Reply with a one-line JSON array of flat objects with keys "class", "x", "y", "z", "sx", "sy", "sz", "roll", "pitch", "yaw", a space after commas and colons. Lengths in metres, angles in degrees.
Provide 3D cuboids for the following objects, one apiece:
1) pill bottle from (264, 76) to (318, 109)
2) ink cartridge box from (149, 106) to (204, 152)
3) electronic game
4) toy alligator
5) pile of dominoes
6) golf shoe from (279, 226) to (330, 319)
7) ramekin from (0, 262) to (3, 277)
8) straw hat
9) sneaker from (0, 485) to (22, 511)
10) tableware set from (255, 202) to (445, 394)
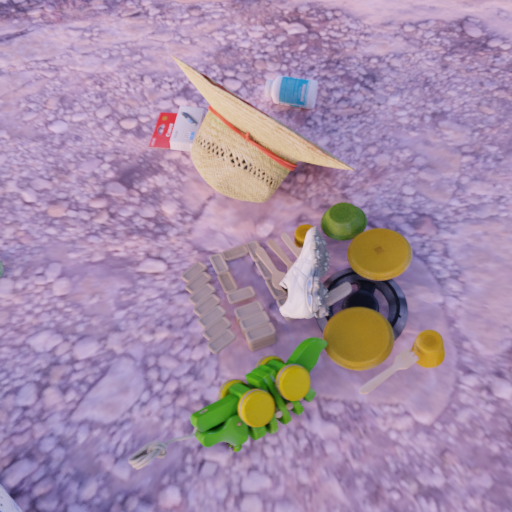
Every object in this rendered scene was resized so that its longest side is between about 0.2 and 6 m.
[{"class": "pill bottle", "x": 0.871, "y": -4.113, "z": 14.018, "sx": 1.260, "sy": 0.698, "sz": 0.698, "roll": 11, "pitch": 56, "yaw": 8}, {"class": "ink cartridge box", "x": -1.923, "y": -3.109, "z": 13.567, "sx": 1.143, "sy": 0.290, "sz": 1.297, "roll": 6, "pitch": 55, "yaw": 3}, {"class": "electronic game", "x": 1.983, "y": 1.000, "z": 10.635, "sx": 1.750, "sy": 0.364, "sz": 1.750, "roll": -3, "pitch": 61, "yaw": 5}, {"class": "toy alligator", "x": -0.200, "y": 2.640, "z": 9.136, "sx": 3.729, "sy": 1.106, "sz": 1.012, "roll": -30, "pitch": 101, "yaw": -21}, {"class": "pile of dominoes", "x": -0.374, "y": 0.826, "z": 10.919, "sx": 1.803, "sy": 0.368, "sz": 2.314, "roll": -19, "pitch": 49, "yaw": -12}, {"class": "golf shoe", "x": 0.838, "y": 0.281, "z": 10.323, "sx": 0.938, "sy": 0.755, "sz": 1.928, "roll": -12, "pitch": 47, "yaw": 26}, {"class": "ramekin", "x": -5.412, "y": 0.260, "z": 11.178, "sx": 0.688, "sy": 0.336, "sz": 0.688, "roll": 0, "pitch": 55, "yaw": 0}, {"class": "straw hat", "x": -0.275, "y": -2.217, "z": 11.876, "sx": 4.453, "sy": 4.453, "sz": 1.885, "roll": 38, "pitch": 104, "yaw": 23}, {"class": "sneaker", "x": -3.579, "y": 4.111, "z": 7.849, "sx": 3.173, "sy": 1.398, "sz": 1.194, "roll": 29, "pitch": 59, "yaw": 17}, {"class": "tableware set", "x": 1.942, "y": 0.611, "z": 10.583, "sx": 2.656, "sy": 0.605, "sz": 3.943, "roll": -31, "pitch": 53, "yaw": -10}]
